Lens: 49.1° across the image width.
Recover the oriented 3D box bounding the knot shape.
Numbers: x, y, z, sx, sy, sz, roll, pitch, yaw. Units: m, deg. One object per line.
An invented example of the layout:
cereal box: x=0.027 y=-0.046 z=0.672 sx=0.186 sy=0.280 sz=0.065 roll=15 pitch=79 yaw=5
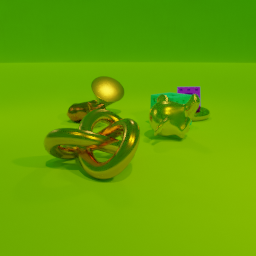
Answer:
knot shape: x=-0.743 y=0.279 z=5.782 sx=1.931 sy=0.953 sz=2.063 roll=-7 pitch=19 yaw=-3

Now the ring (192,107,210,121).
ring: x=2.198 y=-0.563 z=10.368 sx=1.642 sy=0.328 sz=1.642 roll=0 pitch=15 yaw=0

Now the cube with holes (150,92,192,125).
cube with holes: x=1.421 y=-0.595 z=9.192 sx=0.978 sy=0.978 sz=0.978 roll=-12 pitch=19 yaw=-40

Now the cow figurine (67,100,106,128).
cow figurine: x=-1.396 y=-0.494 z=9.285 sx=1.508 sy=0.828 sz=1.484 roll=-6 pitch=14 yaw=11

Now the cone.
cone: x=-0.967 y=-1.142 z=11.257 sx=1.319 sy=1.324 sz=1.319 roll=11 pitch=52 yaw=-15

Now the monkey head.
monkey head: x=1.219 y=-0.425 z=7.623 sx=1.157 sy=1.381 sz=1.920 roll=21 pitch=34 yaw=-6

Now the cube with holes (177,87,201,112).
cube with holes: x=2.195 y=-0.948 z=10.211 sx=0.804 sy=0.804 sz=0.804 roll=1 pitch=-24 yaw=10
